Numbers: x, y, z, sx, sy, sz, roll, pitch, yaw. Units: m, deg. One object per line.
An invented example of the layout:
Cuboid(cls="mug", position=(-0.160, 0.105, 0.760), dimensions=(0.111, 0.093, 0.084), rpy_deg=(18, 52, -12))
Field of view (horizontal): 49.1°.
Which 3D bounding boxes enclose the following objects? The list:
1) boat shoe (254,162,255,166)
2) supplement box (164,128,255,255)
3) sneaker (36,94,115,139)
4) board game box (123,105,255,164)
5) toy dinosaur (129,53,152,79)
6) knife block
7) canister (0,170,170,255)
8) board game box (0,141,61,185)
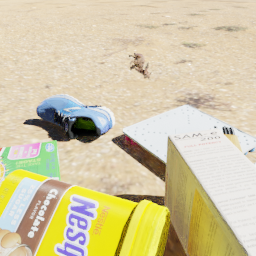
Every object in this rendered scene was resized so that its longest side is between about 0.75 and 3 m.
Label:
Cuboid(cls="boat shoe", position=(2.906, 0.978, 5.786), dimensions=(2.357, 0.808, 0.849), rpy_deg=(1, 37, -43))
Cuboid(cls="supplement box", position=(1.551, 1.529, 4.401), dimensions=(1.070, 1.835, 2.911), rpy_deg=(-8, 32, -11))
Cuboid(cls="sneaker", position=(-1.723, -0.318, 8.381), dimensions=(2.521, 0.990, 1.124), rpy_deg=(11, 30, 18))
Cuboid(cls="board game box", position=(1.705, 0.330, 7.861), dimensions=(2.743, 0.355, 2.743), rpy_deg=(-21, 38, -31))
Cuboid(cls="toy dinosaur", position=(0.334, -1.774, 7.647), dimensions=(0.587, 0.865, 0.371), rpy_deg=(-7, 47, 2))
Cuboid(cls="knife block", position=(2.508, 0.467, 6.854), dimensions=(1.284, 0.468, 1.462), rpy_deg=(-22, 36, -30))
Cuboid(cls="canister", position=(-0.900, 1.797, 4.168), dimensions=(2.615, 1.132, 1.942), rpy_deg=(11, 65, 21))
Cuboid(cls="board game box", position=(-2.946, 1.271, 6.071), dimensions=(2.893, 0.583, 2.214), rpy_deg=(-8, 31, -13))
